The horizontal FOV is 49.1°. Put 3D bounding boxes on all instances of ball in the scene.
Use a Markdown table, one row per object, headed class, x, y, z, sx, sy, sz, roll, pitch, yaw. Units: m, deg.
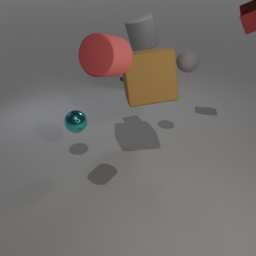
| class | x | y | z | sx | sy | sz | roll | pitch | yaw |
| --- | --- | --- | --- | --- | --- | --- | --- | --- | --- |
| ball | -1.589 | -0.194 | 8.540 | 0.700 | 0.700 | 0.700 | 0 | 29 | 0 |
| ball | 1.857 | -2.080 | 8.710 | 0.700 | 0.700 | 0.700 | 0 | 29 | 0 |

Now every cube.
| class | x | y | z | sx | sy | sz | roll | pitch | yaw |
| --- | --- | --- | --- | --- | --- | --- | --- | --- | --- |
| cube | 0.580 | -1.524 | 8.168 | 1.400 | 1.400 | 1.400 | -9 | 18 | -2 |
| cube | 3.921 | -3.492 | 8.727 | 0.700 | 0.700 | 0.700 | -14 | 41 | 32 |

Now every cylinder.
| class | x | y | z | sx | sy | sz | roll | pitch | yaw |
| --- | --- | --- | --- | --- | --- | --- | --- | --- | --- |
| cylinder | 0.684 | -4.653 | 13.644 | 1.400 | 1.400 | 1.400 | -14 | 31 | 9 |
| cylinder | -0.372 | -1.245 | 4.839 | 0.700 | 0.700 | 0.700 | 13 | 17 | 23 |
